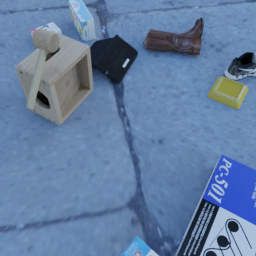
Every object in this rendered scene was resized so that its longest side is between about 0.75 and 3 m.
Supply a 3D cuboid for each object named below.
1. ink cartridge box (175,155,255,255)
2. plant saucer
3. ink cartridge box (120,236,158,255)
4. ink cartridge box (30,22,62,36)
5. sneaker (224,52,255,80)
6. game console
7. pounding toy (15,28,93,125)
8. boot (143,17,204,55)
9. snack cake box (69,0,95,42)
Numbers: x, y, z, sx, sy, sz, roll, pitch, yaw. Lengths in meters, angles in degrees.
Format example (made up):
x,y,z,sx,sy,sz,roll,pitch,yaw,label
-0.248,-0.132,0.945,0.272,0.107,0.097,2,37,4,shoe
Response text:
x,y,z,sx,sy,sz,roll,pitch,yaw,label
2.177,2.127,6.280,1.392,0.655,2.961,25,58,16,ink cartridge box
3.216,-1.203,8.926,1.053,0.255,1.053,26,59,18,plant saucer
0.393,3.156,5.202,1.633,1.192,1.198,36,62,23,ink cartridge box
-3.029,-3.480,10.465,0.954,0.402,0.691,-31,60,-20,ink cartridge box
4.161,-2.138,9.225,1.881,0.851,0.625,-13,56,-9,sneaker
-0.738,-2.353,9.805,1.530,1.012,1.739,35,57,-12,game console
-2.220,-1.497,7.457,1.299,2.838,2.493,26,56,16,pounding toy
1.674,-3.508,10.387,2.123,0.682,1.979,8,53,11,boot
-1.751,-4.119,10.631,0.509,0.871,1.514,-20,57,-14,snack cake box
